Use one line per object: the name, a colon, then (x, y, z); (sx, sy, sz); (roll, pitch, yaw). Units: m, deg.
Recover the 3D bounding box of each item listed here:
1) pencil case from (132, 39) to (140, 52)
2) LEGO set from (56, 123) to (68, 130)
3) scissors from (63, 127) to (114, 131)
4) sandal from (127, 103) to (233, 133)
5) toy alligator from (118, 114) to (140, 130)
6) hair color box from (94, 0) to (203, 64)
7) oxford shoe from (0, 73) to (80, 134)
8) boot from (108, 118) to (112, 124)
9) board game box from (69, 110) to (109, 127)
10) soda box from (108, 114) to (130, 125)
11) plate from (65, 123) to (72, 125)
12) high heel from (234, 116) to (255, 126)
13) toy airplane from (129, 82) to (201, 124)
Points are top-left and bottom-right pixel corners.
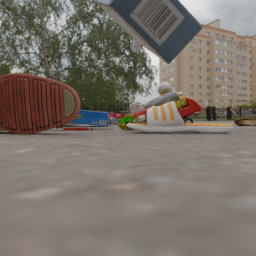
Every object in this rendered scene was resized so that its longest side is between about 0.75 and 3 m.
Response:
pencil case: (0.313, -3.050, 10.031); (0.316, 0.345, 0.760); (8, -24, 0)
LEGO set: (-1.856, -0.055, 6.940); (0.794, 0.347, 1.223); (2, -12, -19)
scissors: (-0.936, 0.035, 6.508); (1.190, 0.083, 0.435); (2, 0, 24)
sandal: (0.979, -0.198, 5.404); (2.004, 0.574, 0.768); (0, 2, 2)
toy alligator: (0.089, -0.100, 6.779); (0.345, 0.377, 1.270); (42, -13, -17)
hair color box: (0.227, -2.428, 5.854); (1.469, 0.900, 2.968); (38, 12, -24)
oxford shoe: (-2.154, -0.418, 5.409); (2.976, 1.054, 1.099); (1, 0, 18)
boot: (-1.037, -0.320, 12.346); (1.360, 0.478, 0.994); (7, -1, 34)
board game box: (-1.639, -0.399, 10.599); (1.836, 0.513, 1.798); (5, 2, -4)
soda box: (-0.830, -0.446, 14.181); (1.796, 0.569, 0.629); (0, 2, -29)
plate: (-3.289, -0.795, 12.074); (2.286, 0.369, 2.281); (37, 11, 4)
high heel: (4.585, -0.290, 10.411); (0.832, 0.417, 1.167); (6, -17, -23)
toy airplane: (1.034, -0.728, 8.895); (2.047, 1.445, 2.038); (2, 3, 39)
